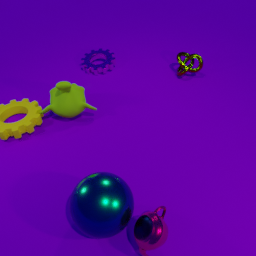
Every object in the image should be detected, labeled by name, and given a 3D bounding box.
[{"bbox_3d":[-1.169,-2.650,11.132,1.362,0.252,1.362,-3,50,4],"label":"gear"},{"bbox_3d":[-1.866,-0.858,8.572,1.762,1.268,1.062,-5,87,-5],"label":"monkey head"},{"bbox_3d":[2.213,-2.375,10.592,1.078,0.498,1.009,37,90,32],"label":"knot shape"},{"bbox_3d":[-3.510,-0.313,8.729,1.659,0.307,1.659,-3,41,2],"label":"gear"},{"bbox_3d":[-0.559,1.646,6.049,1.390,1.390,1.390,0,44,0],"label":"ball"},{"bbox_3d":[0.500,2.194,5.824,0.763,0.601,1.228,12,77,56],"label":"teapot"}]
